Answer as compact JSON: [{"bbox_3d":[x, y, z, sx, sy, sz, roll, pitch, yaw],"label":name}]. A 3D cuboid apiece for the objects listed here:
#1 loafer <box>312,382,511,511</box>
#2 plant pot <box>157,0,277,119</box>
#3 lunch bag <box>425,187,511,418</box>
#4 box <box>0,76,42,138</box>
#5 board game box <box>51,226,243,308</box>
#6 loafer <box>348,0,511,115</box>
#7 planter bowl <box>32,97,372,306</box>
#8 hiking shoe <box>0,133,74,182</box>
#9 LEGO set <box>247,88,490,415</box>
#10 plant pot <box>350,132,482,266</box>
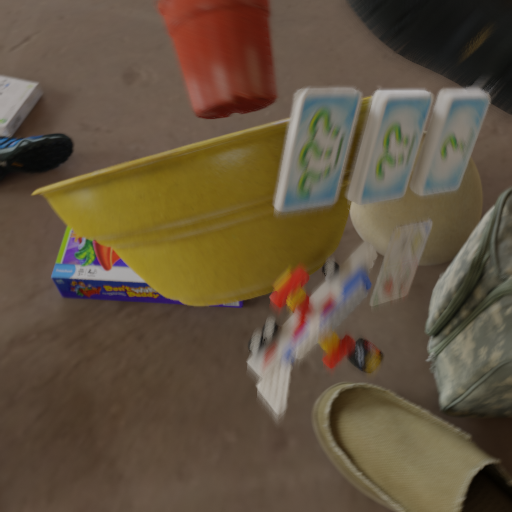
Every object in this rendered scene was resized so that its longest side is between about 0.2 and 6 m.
[{"bbox_3d":[2.176,2.580,6.492,3.435,1.158,1.306,34,63,21],"label":"loafer"},{"bbox_3d":[-0.443,-2.912,8.061,1.656,1.656,1.611,-12,95,-8],"label":"plant pot"},{"bbox_3d":[3.209,0.649,6.946,1.853,2.660,2.231,1,61,-1],"label":"lunch bag"},{"bbox_3d":[-5.218,-2.954,10.739,1.767,0.321,1.275,14,57,8],"label":"box"},{"bbox_3d":[-1.513,-0.209,8.698,2.751,0.616,1.850,3,56,2],"label":"board game box"},{"bbox_3d":[2.433,-2.704,6.740,3.416,1.160,1.199,39,26,10],"label":"loafer"},{"bbox_3d":[-0.242,-0.481,6.105,3.823,3.823,1.592,-18,101,-11],"label":"planter bowl"},{"bbox_3d":[-4.196,-1.844,9.730,1.952,0.726,0.846,-19,59,-12],"label":"hiking shoe"},{"bbox_3d":[1.100,0.080,5.239,2.342,3.135,0.769,-11,36,-35],"label":"LEGO set"},{"bbox_3d":[2.625,-1.115,8.832,2.115,1.420,2.115,0,55,0],"label":"plant pot"}]
